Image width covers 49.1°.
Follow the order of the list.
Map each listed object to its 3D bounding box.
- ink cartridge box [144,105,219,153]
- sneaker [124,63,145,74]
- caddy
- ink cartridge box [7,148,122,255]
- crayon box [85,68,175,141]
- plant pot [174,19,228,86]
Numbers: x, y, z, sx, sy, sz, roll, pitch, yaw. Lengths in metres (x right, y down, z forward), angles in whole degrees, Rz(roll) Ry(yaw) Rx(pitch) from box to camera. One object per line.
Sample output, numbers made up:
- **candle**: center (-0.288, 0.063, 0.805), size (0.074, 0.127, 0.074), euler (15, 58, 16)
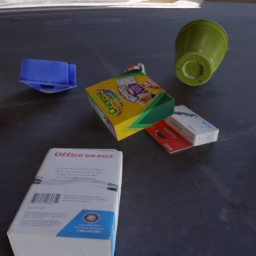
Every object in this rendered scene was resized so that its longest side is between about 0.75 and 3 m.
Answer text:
- **ink cartridge box**: center (1.634, -0.045, 9.255), size (1.766, 0.448, 2.004), euler (-13, 32, -22)
- **sneaker**: center (-0.086, -1.953, 11.720), size (0.921, 1.223, 2.615), euler (19, 36, 29)
- **caddy**: center (-3.431, -2.187, 12.092), size (2.532, 1.329, 1.790), euler (7, 9, 13)
- **ink cartridge box**: center (-1.087, 1.550, 5.923), size (1.806, 1.043, 2.474), euler (2, 30, 3)
- **crayon box**: center (0.001, -0.956, 9.822), size (2.200, 0.743, 2.549), euler (-24, 43, -16)
- **plant pot**: center (3.257, -3.361, 13.194), size (2.604, 2.604, 2.507), euler (10, 44, 17)
